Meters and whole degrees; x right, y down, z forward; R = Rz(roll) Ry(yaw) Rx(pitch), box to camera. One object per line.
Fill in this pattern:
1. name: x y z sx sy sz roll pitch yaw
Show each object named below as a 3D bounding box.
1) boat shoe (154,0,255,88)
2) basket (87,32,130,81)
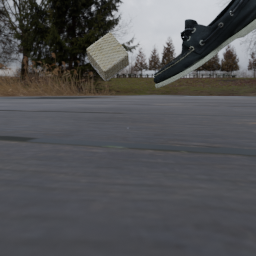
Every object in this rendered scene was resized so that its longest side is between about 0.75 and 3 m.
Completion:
1. boat shoe: 1.299 -1.592 4.780 2.339 0.776 0.874 -34 11 9
2. basket: -0.737 -2.577 10.169 1.202 1.191 0.967 -37 -8 -5
